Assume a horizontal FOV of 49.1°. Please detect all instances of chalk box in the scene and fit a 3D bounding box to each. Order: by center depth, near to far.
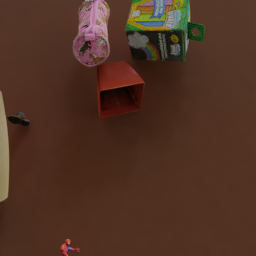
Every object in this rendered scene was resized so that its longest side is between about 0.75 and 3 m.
[{"bbox_3d":[1.305,-3.237,9.247,2.401,1.499,1.488,5,66,15],"label":"chalk box"}]

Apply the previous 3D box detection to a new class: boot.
[{"bbox_3d":[-3.401,-0.321,8.579,0.289,0.774,0.375,-43,59,12],"label":"boot"}]

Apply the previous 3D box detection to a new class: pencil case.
[{"bbox_3d":[-1.088,-3.055,8.728,1.106,1.156,2.671,-27,42,23],"label":"pencil case"}]

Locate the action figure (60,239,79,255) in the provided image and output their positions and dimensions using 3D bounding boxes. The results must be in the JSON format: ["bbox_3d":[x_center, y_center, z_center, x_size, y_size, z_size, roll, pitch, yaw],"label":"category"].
[{"bbox_3d":[-1.533,3.342,6.962,0.537,0.354,1.085,16,81,-9],"label":"action figure"}]

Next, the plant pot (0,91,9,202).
[{"bbox_3d":[-4.170,0.707,7.150,2.598,2.598,2.774,-18,91,-8],"label":"plant pot"}]

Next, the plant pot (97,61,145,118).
[{"bbox_3d":[-0.366,-1.271,8.661,1.357,1.359,1.197,-12,59,-12],"label":"plant pot"}]
